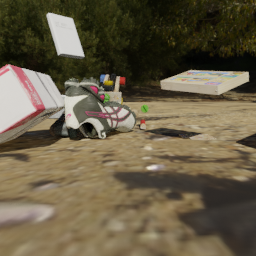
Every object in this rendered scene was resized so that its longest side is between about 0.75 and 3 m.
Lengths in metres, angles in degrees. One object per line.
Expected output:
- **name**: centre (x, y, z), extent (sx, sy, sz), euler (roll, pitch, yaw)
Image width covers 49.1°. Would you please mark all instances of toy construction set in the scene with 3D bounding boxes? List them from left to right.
- **toy construction set**: centre (-0.321, -0.537, 7.958), extent (2.016, 1.681, 1.549), euler (28, 13, -6)

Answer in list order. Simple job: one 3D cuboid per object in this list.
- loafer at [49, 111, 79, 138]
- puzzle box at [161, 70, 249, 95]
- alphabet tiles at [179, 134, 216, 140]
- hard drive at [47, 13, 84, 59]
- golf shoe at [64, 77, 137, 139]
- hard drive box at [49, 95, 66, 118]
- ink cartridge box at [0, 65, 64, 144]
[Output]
- **loafer**: centre (-1.607, -0.159, 7.220), extent (0.611, 0.698, 1.943), euler (-7, 9, -7)
- **puzzle box**: centre (1.438, -0.912, 5.437), extent (0.940, 0.180, 1.412), euler (-25, 25, -31)
- **alphabet tiles**: centre (1.631, 0.211, 6.605), extent (0.740, 0.033, 0.885), euler (0, 6, 1)
- **hard drive**: centre (-2.250, -3.310, 10.144), extent (0.215, 1.614, 1.064), euler (-28, -14, 40)
- **golf shoe**: centre (-0.663, -0.213, 6.699), extent (0.989, 1.129, 2.562), euler (-1, -18, 30)
- **hard drive box**: centre (-3.691, -1.017, 13.051), extent (2.693, 1.034, 2.099), euler (0, 7, -3)
- **ink cartridge box**: centre (-2.187, -0.350, 5.262), extent (1.508, 0.878, 2.071), euler (-31, 7, 4)
